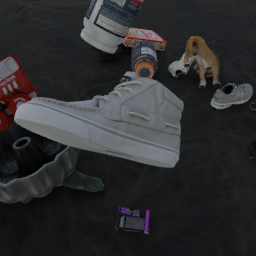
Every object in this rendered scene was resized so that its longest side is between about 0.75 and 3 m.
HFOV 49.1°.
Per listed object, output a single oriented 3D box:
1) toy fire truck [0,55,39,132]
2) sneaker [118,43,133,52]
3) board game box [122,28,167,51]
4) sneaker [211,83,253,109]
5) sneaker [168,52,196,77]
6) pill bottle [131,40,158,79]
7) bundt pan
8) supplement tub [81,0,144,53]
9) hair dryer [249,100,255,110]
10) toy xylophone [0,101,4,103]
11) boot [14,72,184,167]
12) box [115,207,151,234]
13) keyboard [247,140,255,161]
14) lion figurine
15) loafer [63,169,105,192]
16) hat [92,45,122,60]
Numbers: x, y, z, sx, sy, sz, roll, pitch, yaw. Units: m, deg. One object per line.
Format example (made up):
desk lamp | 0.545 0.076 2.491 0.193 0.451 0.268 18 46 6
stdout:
toy fire truck | -2.791 -0.708 6.166 1.526 1.281 0.855 -31 17 1
sneaker | -0.040 -3.937 13.494 1.216 0.365 0.634 8 40 3
board game box | 0.587 -4.311 13.464 2.063 0.478 1.563 -2 37 -26
sneaker | 3.789 -1.261 9.918 1.851 0.759 0.692 -23 45 -26
sneaker | 2.355 -2.556 11.335 0.563 1.444 0.718 23 38 -44
pill bottle | 0.657 -2.719 11.446 1.058 1.058 1.992 1 40 1
bundt pan | -2.442 0.756 7.005 2.796 1.049 2.796 -10 34 7
supplement tub | -0.560 -3.838 9.475 1.534 2.185 1.534 25 24 -12
hair dryer | 5.129 -1.154 10.021 1.337 0.477 1.755 13 40 17
toy xylophone | -4.279 -1.210 10.051 2.046 0.514 1.498 14 41 15
boot | -0.258 -0.302 4.748 2.985 1.426 1.098 19 -15 -35
box | 0.131 2.094 6.359 0.771 0.139 0.551 6 39 5
keyboard | 3.752 0.729 8.037 0.662 0.107 1.043 9 39 0
lion figurine | 2.777 -2.652 10.469 1.075 2.966 1.817 -8 67 22
loafer | -1.209 1.367 7.126 1.309 0.412 0.470 14 72 21
hat | -0.966 -3.416 12.703 1.399 0.564 1.399 6 40 -5
